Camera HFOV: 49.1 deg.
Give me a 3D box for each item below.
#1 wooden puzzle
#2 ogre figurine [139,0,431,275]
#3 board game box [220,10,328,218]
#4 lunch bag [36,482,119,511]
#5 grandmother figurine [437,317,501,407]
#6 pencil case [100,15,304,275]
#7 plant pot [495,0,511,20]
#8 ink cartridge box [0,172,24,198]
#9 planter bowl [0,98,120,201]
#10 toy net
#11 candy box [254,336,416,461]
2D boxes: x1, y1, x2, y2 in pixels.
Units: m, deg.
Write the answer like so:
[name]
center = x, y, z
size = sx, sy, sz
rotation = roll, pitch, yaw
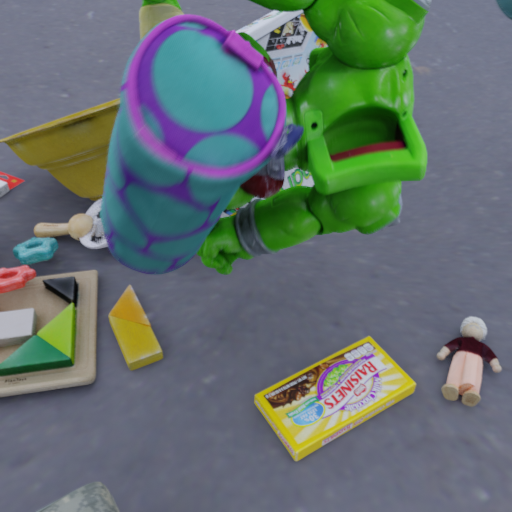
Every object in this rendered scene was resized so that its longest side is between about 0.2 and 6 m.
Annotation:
[wooden puzzle]
center = -2.995, 0.914, 7.194
size = 3.283, 0.384, 2.214
rotation = -12, 43, -12
[ogre figurine]
center = 0.297, -1.336, 5.626
size = 2.558, 4.267, 2.094
rotation = 0, 30, 7
[board game box]
center = 0.512, -2.537, 9.301
size = 0.738, 2.692, 4.265
rotation = 3, 37, 39
[lunch bag]
center = -1.578, 2.931, 4.335
size = 1.821, 1.269, 1.527
rotation = -23, 57, -25
[grandmother figurine]
center = 2.621, 1.240, 6.859
size = 0.737, 0.368, 1.216
rotation = 21, 48, 9
[pencil case]
center = -0.537, -0.578, 3.900
size = 0.952, 2.237, 1.034
rotation = 45, 66, -3
[plant pot]
center = 4.141, -4.059, 7.711
size = 1.290, 1.290, 1.264
rotation = 3, -2, 3
[ink cartridge box]
center = -4.657, -1.310, 9.828
size = 0.843, 0.189, 0.743
rotation = 19, 46, 20
[planter bowl]
center = -2.245, -1.793, 9.114
size = 3.314, 1.380, 3.314
rotation = -17, 20, 6
[toy net]
center = -2.994, -0.304, 8.059
size = 3.415, 0.659, 1.791
rotation = -16, 28, -20
[candy box]
center = 0.927, 1.605, 6.532
size = 1.710, 0.226, 0.874
rotation = -22, 49, -23
